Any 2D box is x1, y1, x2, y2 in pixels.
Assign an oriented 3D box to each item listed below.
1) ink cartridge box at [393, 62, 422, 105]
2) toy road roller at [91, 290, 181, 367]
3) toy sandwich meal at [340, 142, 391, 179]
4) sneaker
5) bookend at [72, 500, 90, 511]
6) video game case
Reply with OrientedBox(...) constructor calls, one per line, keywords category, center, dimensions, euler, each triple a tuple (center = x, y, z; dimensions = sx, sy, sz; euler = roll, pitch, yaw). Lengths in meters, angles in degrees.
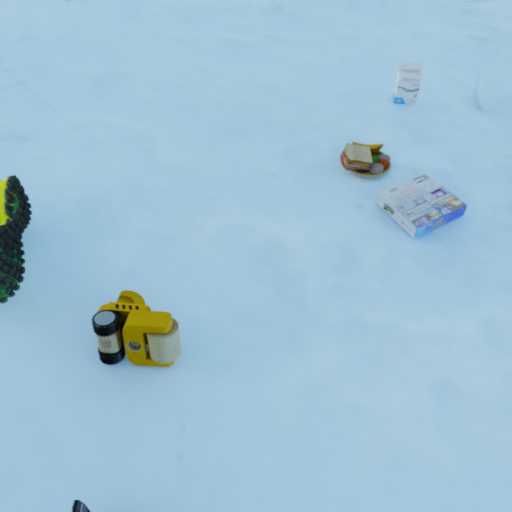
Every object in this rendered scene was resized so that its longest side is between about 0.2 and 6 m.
OrientedBox(category="ink cartridge box", center=(3.555, -4.030, 13.119), dimensions=(0.539, 0.931, 0.311), euler=(4, 49, 4))
OrientedBox(category="toy road roller", center=(-1.819, 1.072, 8.726), dimensions=(1.407, 0.864, 1.027), euler=(5, 37, 5))
OrientedBox(category="toy sandwich meal", center=(2.305, -2.055, 11.725), dimensions=(1.106, 0.379, 1.106), euler=(2, 49, -2))
OrientedBox(category="sneaker", center=(-4.667, -0.165, 9.586), dimensions=(1.188, 1.088, 2.789), euler=(-14, 47, 3))
OrientedBox(category="bookend", center=(-1.120, 3.831, 6.243), dimensions=(1.968, 0.906, 1.955), euler=(-1, 49, -2))
OrientedBox(category="video game case", center=(3.183, -1.003, 10.870), dimensions=(1.297, 0.295, 1.175), euler=(-23, 51, -21))
